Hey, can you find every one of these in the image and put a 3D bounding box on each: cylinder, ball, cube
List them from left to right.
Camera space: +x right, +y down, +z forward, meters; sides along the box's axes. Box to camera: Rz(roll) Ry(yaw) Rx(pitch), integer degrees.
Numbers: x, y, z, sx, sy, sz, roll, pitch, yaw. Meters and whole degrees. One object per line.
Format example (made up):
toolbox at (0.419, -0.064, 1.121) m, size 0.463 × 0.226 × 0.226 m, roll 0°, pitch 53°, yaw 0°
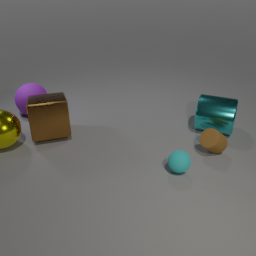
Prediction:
ball at (-4.477, 0.050, 9.814) m, size 1.400 × 1.400 × 1.400 m, roll 0°, pitch 29°, yaw 0°
ball at (-4.143, -1.234, 12.106) m, size 1.400 × 1.400 × 1.400 m, roll 0°, pitch 29°, yaw 0°
cube at (-2.973, -0.458, 10.539) m, size 1.400 × 1.400 × 1.400 m, roll -8°, pitch 22°, yaw -15°
ball at (1.587, 1.037, 8.644) m, size 0.700 × 0.700 × 0.700 m, roll 0°, pitch 29°, yaw 0°
cylinder at (2.898, 0.440, 9.486) m, size 0.700 × 0.700 × 0.700 m, roll 26°, pitch 7°, yaw -42°
cylinder at (3.403, -0.523, 10.833) m, size 1.400 × 1.400 × 1.400 m, roll 11°, pitch 31°, yaw 19°
